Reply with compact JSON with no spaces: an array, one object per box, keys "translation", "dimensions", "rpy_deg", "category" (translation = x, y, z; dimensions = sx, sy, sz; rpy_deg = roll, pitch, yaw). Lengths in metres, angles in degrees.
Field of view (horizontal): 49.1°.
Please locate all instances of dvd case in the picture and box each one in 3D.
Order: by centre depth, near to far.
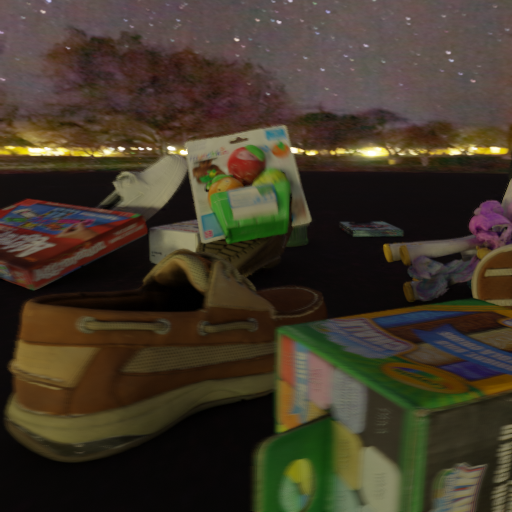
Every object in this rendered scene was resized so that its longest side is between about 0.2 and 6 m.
[{"translation":[2.443,-0.582,12.065],"dimensions":[1.053,0.159,1.443],"rpy_deg":[0,11,-2],"category":"dvd case"}]

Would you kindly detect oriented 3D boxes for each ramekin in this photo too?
[{"translation":[0.521,-0.471,10.638],"dimensions":[0.939,0.459,0.939],"rpy_deg":[0,11,0],"category":"ramekin"}]

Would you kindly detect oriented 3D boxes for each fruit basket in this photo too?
[{"translation":[-0.138,-0.999,7.345],"dimensions":[1.440,1.555,0.729],"rpy_deg":[-10,-18,-3],"category":"fruit basket"}]

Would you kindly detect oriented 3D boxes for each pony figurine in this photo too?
[{"translation":[2.693,-0.097,6.321],"dimensions":[2.152,1.792,2.077],"rpy_deg":[-14,0,4],"category":"pony figurine"}]

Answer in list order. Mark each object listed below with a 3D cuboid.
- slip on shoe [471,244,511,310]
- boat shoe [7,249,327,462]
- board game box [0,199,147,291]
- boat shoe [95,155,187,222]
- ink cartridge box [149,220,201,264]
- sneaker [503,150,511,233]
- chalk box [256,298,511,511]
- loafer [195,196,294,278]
[{"translation":[3.551,0.328,5.118],"dimensions":[2.939,1.117,0.890],"rpy_deg":[-2,-2,23],"category":"slip on shoe"},{"translation":[-0.392,0.483,4.040],"dimensions":[1.038,1.013,2.744],"rpy_deg":[9,14,38],"category":"boat shoe"},{"translation":[-3.527,-0.311,8.733],"dimensions":[3.636,0.354,1.872],"rpy_deg":[10,33,42],"category":"board game box"},{"translation":[-2.124,-1.023,9.527],"dimensions":[2.156,0.739,0.776],"rpy_deg":[-41,36,7],"category":"boat shoe"},{"translation":[-0.885,-0.210,8.897],"dimensions":[0.990,0.596,1.362],"rpy_deg":[7,15,34],"category":"ink cartridge box"},{"translation":[4.717,-0.960,9.292],"dimensions":[1.265,1.907,3.351],"rpy_deg":[3,11,15],"category":"sneaker"},{"translation":[0.668,0.818,2.389],"dimensions":[1.562,0.975,0.968],"rpy_deg":[-4,11,-24],"category":"chalk box"},{"translation":[-0.011,-0.153,8.127],"dimensions":[0.947,0.840,2.490],"rpy_deg":[13,31,26],"category":"loafer"}]
